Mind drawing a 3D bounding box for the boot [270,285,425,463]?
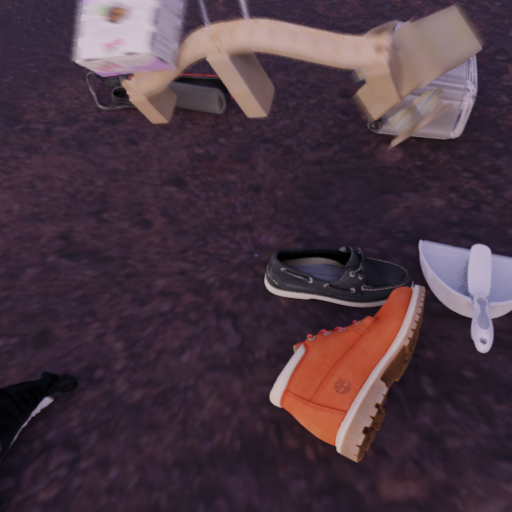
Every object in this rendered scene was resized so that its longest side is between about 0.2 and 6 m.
[{"bbox_3d":[1.422,1.308,8.090,1.577,1.103,2.941,22,50,27],"label":"boot"}]

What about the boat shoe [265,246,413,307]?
[{"bbox_3d":[1.398,0.214,9.286,2.493,0.827,0.932,6,46,6],"label":"boat shoe"}]

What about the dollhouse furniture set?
[{"bbox_3d":[2.423,-3.028,9.430,1.394,2.098,1.839,-33,90,-34],"label":"dollhouse furniture set"}]

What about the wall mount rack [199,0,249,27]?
[{"bbox_3d":[-0.671,-4.174,9.003,1.299,1.129,0.484,5,89,22],"label":"wall mount rack"}]

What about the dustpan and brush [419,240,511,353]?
[{"bbox_3d":[3.537,0.590,8.925,1.977,0.811,2.833,12,46,12],"label":"dustpan and brush"}]

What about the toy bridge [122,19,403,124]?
[{"bbox_3d":[-0.234,-2.811,8.537,4.628,1.556,0.630,3,69,28],"label":"toy bridge"}]

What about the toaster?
[{"bbox_3d":[3.708,-3.873,12.646,2.065,1.817,3.198,9,50,6],"label":"toaster"}]

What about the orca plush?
[{"bbox_3d":[-3.628,2.393,6.935,3.092,1.099,1.627,-34,54,-29],"label":"orca plush"}]

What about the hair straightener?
[{"bbox_3d":[-2.464,-3.914,13.409,3.806,0.779,1.464,13,47,12],"label":"hair straightener"}]

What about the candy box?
[{"bbox_3d":[-1.870,-3.685,8.418,1.465,0.625,1.746,5,86,28],"label":"candy box"}]
